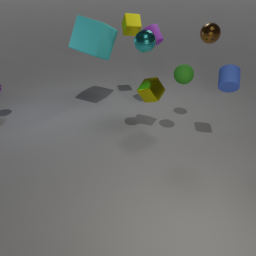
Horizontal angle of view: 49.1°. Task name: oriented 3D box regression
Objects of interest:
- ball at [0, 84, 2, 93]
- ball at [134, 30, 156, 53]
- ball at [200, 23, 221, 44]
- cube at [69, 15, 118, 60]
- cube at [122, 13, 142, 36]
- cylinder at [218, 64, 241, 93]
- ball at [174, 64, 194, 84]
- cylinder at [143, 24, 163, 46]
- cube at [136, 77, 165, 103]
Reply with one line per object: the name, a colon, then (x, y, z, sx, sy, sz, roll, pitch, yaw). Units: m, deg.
ball: (-5.711, -1.679, 11.842, 0.700, 0.700, 0.700, 0, 29, 0)
ball: (0.538, -2.743, 8.876, 0.700, 0.700, 0.700, 0, 29, 0)
ball: (2.871, -3.303, 9.770, 0.700, 0.700, 0.700, 0, 29, 0)
cube: (-1.508, -3.930, 12.329, 1.400, 1.400, 1.400, 23, 13, 18)
cube: (0.153, -4.673, 12.698, 0.700, 0.700, 0.700, -2, 72, -15)
cylinder: (3.451, -1.682, 9.551, 0.700, 0.700, 0.700, 7, 66, 13)
ball: (1.955, -1.882, 9.807, 0.700, 0.700, 0.700, 0, 29, 0)
cylinder: (1.022, -3.830, 11.630, 0.700, 0.700, 0.700, -23, -1, -1)
cube: (0.905, -1.482, 10.984, 0.700, 0.700, 0.700, 2, 50, 46)
